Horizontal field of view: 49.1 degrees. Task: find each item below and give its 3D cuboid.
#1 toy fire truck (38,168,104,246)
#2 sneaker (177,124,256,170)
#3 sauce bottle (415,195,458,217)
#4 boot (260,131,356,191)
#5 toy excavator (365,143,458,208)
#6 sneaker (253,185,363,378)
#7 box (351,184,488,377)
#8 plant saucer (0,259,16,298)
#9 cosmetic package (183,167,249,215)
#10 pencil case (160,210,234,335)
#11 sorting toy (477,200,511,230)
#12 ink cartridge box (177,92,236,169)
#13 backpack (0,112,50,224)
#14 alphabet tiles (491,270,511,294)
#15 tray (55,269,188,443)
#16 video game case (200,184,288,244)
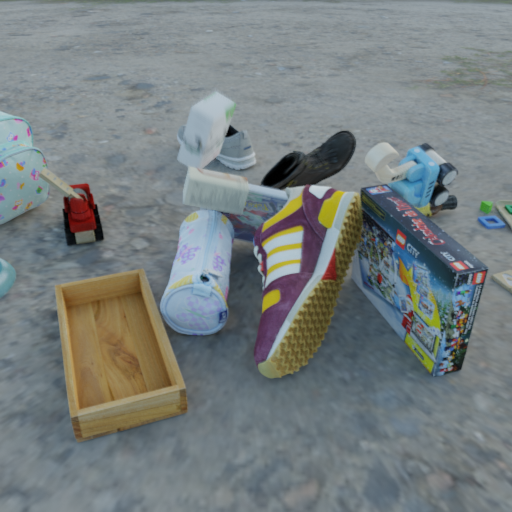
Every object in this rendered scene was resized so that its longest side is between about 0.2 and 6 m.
[{"bbox_3d":[-3.426,-1.052,10.401,0.916,1.423,1.253,-9,34,-16],"label":"toy fire truck"},{"bbox_3d":[-0.964,-2.957,13.757,2.481,1.017,0.927,24,40,33],"label":"sneaker"},{"bbox_3d":[3.307,-0.995,11.204,1.465,0.474,0.474,-7,33,-10],"label":"sauce bottle"},{"bbox_3d":[1.043,-1.812,10.973,0.673,1.944,1.692,52,17,12],"label":"boot"},{"bbox_3d":[2.274,-1.222,8.508,1.454,1.413,0.726,-23,54,-17],"label":"toy excavator"},{"bbox_3d":[0.464,0.281,8.079,1.376,1.145,3.055,13,59,28],"label":"sneaker"},{"bbox_3d":[2.202,0.257,8.099,0.470,1.703,2.493,-10,34,-16],"label":"box"},{"bbox_3d":[-4.882,0.411,9.240,1.694,0.232,1.694,1,33,0],"label":"plant saucer"},{"bbox_3d":[-0.641,-1.027,8.819,0.962,0.497,0.420,10,35,-15],"label":"cosmetic package"},{"bbox_3d":[-0.865,0.185,8.807,0.972,1.061,2.339,3,32,-1],"label":"pencil case"},{"bbox_3d":[5.503,-0.833,11.111,2.165,0.295,1.219,2,33,3],"label":"sorting toy"},{"bbox_3d":[-0.973,-2.397,10.877,0.532,1.261,0.921,32,44,8],"label":"ink cartridge box"},{"bbox_3d":[-5.093,-1.750,10.857,1.615,2.107,1.852,18,35,25],"label":"backpack"},{"bbox_3d":[5.564,0.605,9.053,2.579,0.097,2.155,-13,35,-19],"label":"alphabet tiles"},{"bbox_3d":[-1.953,1.211,7.742,1.357,0.510,2.752,-11,35,-17],"label":"tray"},{"bbox_3d":[-0.220,-0.729,9.752,1.563,1.424,0.180,12,55,6],"label":"video game case"}]
